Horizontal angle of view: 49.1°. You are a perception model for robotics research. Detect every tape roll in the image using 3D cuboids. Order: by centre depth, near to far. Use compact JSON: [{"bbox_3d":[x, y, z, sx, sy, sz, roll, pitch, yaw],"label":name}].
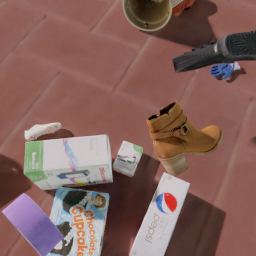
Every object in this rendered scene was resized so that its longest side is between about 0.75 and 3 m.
[{"bbox_3d":[-1.801,1.844,5.311,1.169,1.169,0.497,38,60,18],"label":"tape roll"}]

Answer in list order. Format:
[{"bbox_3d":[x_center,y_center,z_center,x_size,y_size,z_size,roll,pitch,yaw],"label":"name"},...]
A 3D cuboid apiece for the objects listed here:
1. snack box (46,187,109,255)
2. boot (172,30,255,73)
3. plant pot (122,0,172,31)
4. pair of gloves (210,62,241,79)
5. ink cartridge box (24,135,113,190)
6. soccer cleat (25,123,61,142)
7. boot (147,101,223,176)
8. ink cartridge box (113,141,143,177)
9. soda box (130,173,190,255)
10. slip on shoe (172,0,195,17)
[{"bbox_3d":[-1.559,3.235,8.171,1.636,0.523,2.817,6,63,3],"label":"snack box"},{"bbox_3d":[2.756,-2.122,8.268,1.996,2.422,0.795,-2,88,-23],"label":"boot"},{"bbox_3d":[1.038,-5.639,12.083,2.098,2.098,1.920,15,53,8],"label":"plant pot"},{"bbox_3d":[3.799,-2.669,11.424,1.303,0.185,1.621,-14,63,-5],"label":"pair of gloves"},{"bbox_3d":[-1.708,1.082,8.591,2.395,1.740,1.048,-7,63,-3],"label":"ink cartridge box"},{"bbox_3d":[-3.020,0.035,9.887,1.304,0.452,0.506,-23,63,-8],"label":"soccer cleat"},{"bbox_3d":[1.470,0.019,7.211,2.106,0.808,1.635,-31,107,-18],"label":"boot"},{"bbox_3d":[-0.003,1.031,9.369,0.723,0.417,0.989,19,64,9],"label":"ink cartridge box"},{"bbox_3d":[0.952,2.706,8.277,0.881,0.824,2.588,22,65,11],"label":"soda box"},{"bbox_3d":[2.680,-5.712,12.774,2.107,0.780,0.645,-41,104,-25],"label":"slip on shoe"}]
